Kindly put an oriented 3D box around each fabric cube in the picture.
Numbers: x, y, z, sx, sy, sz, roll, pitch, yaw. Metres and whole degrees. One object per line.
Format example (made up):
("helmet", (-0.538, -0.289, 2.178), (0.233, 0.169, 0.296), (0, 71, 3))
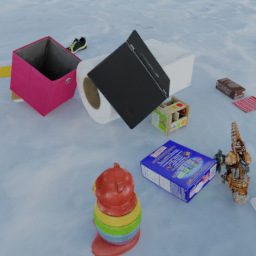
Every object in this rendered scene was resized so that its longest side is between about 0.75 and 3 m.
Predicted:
("fabric cube", (-3.439, -2.182, 11.835), (2.107, 2.100, 2.067), (37, 45, 6))

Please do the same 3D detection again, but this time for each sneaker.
("sneaker", (-3.326, -5.154, 17.320), (0.708, 0.818, 1.975), (23, 43, 27))

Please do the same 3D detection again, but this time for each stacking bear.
("stacking bear", (-0.301, 1.901, 6.787), (1.297, 2.281, 1.385), (-2, 37, -2))

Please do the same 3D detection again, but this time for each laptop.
("laptop", (0.214, -1.913, 10.609), (1.604, 2.591, 2.768), (-29, 22, 25))

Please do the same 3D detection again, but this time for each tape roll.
("tape roll", (-0.707, -1.638, 11.222), (1.769, 2.576, 2.576), (-24, 43, -29))

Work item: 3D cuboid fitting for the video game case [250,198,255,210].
("video game case", (4.427, 2.432, 7.838), (1.460, 0.173, 1.329), (-6, 38, -8))

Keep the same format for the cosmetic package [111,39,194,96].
("cosmetic package", (1.129, -2.831, 13.494), (2.844, 1.754, 2.853), (-28, 47, -32))

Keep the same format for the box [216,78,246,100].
("box", (4.853, -1.883, 13.301), (0.648, 0.485, 1.293), (-15, 38, -20))

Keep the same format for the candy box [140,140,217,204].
("candy box", (1.560, 1.274, 8.794), (1.557, 0.709, 1.842), (-32, 42, -33))

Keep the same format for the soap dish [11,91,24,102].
("soap dish", (-4.879, -1.988, 13.249), (1.326, 0.684, 1.685), (-12, 40, -16))

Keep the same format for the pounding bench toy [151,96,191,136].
("pounding bench toy", (1.557, -0.661, 11.247), (1.245, 0.991, 1.596), (-24, 43, -28))

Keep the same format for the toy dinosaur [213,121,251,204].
("toy dinosaur", (3.315, 1.046, 8.450), (1.175, 1.562, 2.301), (22, 82, 5))

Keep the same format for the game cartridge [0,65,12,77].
("game cartridge", (-6.317, -3.085, 15.137), (1.238, 0.201, 1.091), (-9, 38, -8))

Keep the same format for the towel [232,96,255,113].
("towel", (5.418, -1.079, 12.509), (1.262, 0.142, 0.913), (-17, 40, -21))
